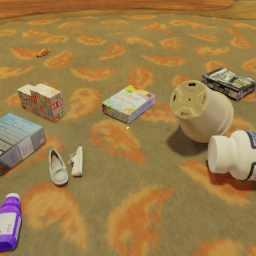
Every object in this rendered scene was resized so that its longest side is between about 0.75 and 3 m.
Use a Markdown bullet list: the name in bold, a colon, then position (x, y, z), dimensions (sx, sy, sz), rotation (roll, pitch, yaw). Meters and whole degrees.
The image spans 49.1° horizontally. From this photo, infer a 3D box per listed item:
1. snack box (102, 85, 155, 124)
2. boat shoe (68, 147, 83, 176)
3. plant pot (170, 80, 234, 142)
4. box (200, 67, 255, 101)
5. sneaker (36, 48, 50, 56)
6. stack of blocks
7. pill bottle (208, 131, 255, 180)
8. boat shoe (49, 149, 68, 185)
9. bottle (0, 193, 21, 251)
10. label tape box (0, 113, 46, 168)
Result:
- **snack box**: position (0.050, -0.951, 10.705), dimensions (1.257, 0.468, 1.767), rotation (25, 44, 29)
- **boat shoe**: position (-1.558, 0.975, 8.267), dimensions (0.448, 0.388, 1.050), rotation (-2, 46, -5)
- **plant pot**: position (2.144, -0.615, 8.649), dimensions (1.791, 1.639, 1.791), rotation (-12, 67, 30)
- **box**: position (4.310, -1.935, 12.005), dimensions (1.469, 0.464, 1.863), rotation (-26, 44, -31)
- **sneaker**: position (-4.567, -4.042, 14.930), dimensions (0.309, 0.327, 0.847), rotation (29, 47, 31)
- **stack of blocks**: position (-3.242, -1.043, 10.345), dimensions (1.834, 1.056, 0.537), rotation (22, 42, 27)
- **pill bottle**: position (3.464, 0.751, 7.712), dimensions (2.275, 1.362, 1.362), rotation (2, 37, 2)
- **boat shoe**: position (-2.033, 1.105, 8.010), dimensions (0.465, 0.405, 1.261), rotation (-16, 38, -12)
- **bottle**: position (-2.833, 2.170, 6.597), dimensions (0.569, 0.445, 1.363), rotation (-6, 38, -6)
- **label tape box**: position (-3.877, 0.515, 8.589), dimensions (1.546, 0.679, 2.144), rotation (20, 42, 25)
